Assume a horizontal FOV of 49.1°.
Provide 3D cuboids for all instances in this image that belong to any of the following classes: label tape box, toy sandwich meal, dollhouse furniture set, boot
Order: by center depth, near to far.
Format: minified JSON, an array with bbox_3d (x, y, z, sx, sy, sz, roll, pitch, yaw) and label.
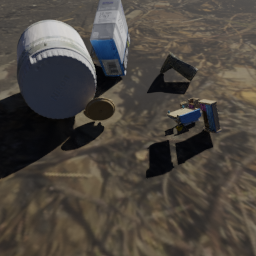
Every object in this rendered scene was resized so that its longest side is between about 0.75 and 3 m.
[{"bbox_3d":[1.815,-0.207,8.384,1.423,0.929,1.344,-19,17,-16],"label":"dollhouse furniture set"},{"bbox_3d":[-0.876,-0.611,8.697,1.015,1.015,0.347,-5,44,-6],"label":"toy sandwich meal"},{"bbox_3d":[-0.531,-3.810,10.999,0.955,2.070,2.890,3,64,14],"label":"label tape box"},{"bbox_3d":[1.984,-2.260,11.012,1.290,1.173,0.468,31,64,1],"label":"boot"}]

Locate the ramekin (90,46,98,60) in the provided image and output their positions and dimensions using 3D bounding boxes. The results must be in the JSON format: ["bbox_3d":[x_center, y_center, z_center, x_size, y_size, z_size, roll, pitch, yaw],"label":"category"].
[{"bbox_3d":[-1.296,-3.309,11.879,0.458,0.873,0.873,16,39,-9],"label":"ramekin"}]

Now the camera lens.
[{"bbox_3d":[-2.408,-2.016,9.304,2.394,2.394,2.993,-11,40,-13],"label":"camera lens"}]
